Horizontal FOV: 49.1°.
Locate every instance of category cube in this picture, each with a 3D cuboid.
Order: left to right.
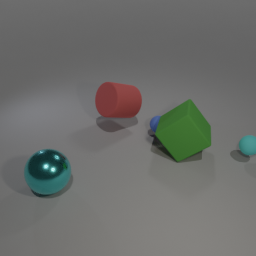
[{"bbox_3d":[2.019,0.080,10.102,1.400,1.400,1.400,-32,16,28],"label":"cube"}]

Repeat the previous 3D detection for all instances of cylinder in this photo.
[{"bbox_3d":[-0.387,-1.123,11.494,1.400,1.400,1.400,-1,23,-46],"label":"cylinder"}]

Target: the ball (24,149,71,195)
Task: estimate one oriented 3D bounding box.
[{"bbox_3d":[-2.456,1.335,8.607,1.400,1.400,1.400,0,31,0],"label":"ball"}]

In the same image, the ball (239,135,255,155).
[{"bbox_3d":[4.241,0.602,9.771,0.700,0.700,0.700,0,31,0],"label":"ball"}]

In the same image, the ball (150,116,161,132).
[{"bbox_3d":[1.227,-0.148,11.297,0.700,0.700,0.700,0,31,0],"label":"ball"}]
